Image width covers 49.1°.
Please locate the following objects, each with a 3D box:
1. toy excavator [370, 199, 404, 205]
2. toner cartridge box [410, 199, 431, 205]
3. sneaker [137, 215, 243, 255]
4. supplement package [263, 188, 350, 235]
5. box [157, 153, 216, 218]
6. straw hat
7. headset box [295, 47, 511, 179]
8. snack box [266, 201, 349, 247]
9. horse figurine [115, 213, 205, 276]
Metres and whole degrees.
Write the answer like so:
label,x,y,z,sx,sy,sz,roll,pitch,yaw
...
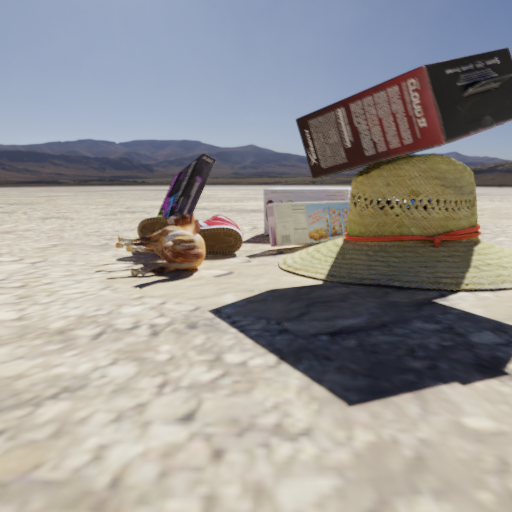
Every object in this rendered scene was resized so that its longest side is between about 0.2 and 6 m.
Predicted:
label,x,y,z,sx,sy,sz,roll,pitch,yaw
toy excavator,2.726,-0.657,11.190,1.628,0.836,1.675,-5,11,-25
toner cartridge box,4.233,-1.085,13.189,1.136,0.516,2.391,2,-5,19
sneaker,-1.144,-0.412,10.099,1.850,0.659,1.040,7,13,0
supplement package,1.216,-1.024,12.743,1.871,1.037,1.457,1,8,14
box,-1.486,-1.189,11.203,0.339,1.343,1.878,27,-17,-21
straw hat,2.347,-0.680,8.485,4.037,1.708,4.037,0,8,0
headset box,2.176,-1.962,7.782,1.953,1.013,2.624,-23,8,-34
snack box,1.179,-0.647,10.905,2.228,0.801,0.271,-6,-1,-36
horse figurine,-1.314,-0.153,8.492,1.411,0.531,2.129,-7,17,-21
